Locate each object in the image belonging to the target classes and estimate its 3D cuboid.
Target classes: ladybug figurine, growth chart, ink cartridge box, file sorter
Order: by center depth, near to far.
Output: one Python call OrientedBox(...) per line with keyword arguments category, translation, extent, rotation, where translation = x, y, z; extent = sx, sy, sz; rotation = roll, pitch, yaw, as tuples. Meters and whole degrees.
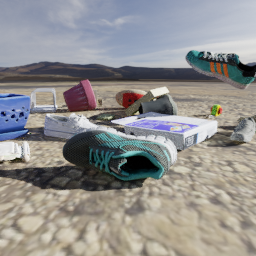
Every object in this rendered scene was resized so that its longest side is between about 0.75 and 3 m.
OrientedBox(category="growth chart", translation=(-3.914, 0.671, 7.526), extent=(2.556, 0.227, 1.850), rotation=(-2, 13, -12))
OrientedBox(category="ink cartridge box", translation=(1.259, 0.004, 9.674), extent=(2.772, 0.602, 2.746), rotation=(11, 16, 35))
OrientedBox(category="file sorter", translation=(-4.763, -1.587, 15.863), extent=(1.308, 1.174, 1.886), rotation=(-3, 13, -11))
OrientedBox(category="ladybug figurine", translation=(0.283, -1.652, 16.429), extent=(2.067, 0.744, 1.403), rotation=(-1, -28, 3))

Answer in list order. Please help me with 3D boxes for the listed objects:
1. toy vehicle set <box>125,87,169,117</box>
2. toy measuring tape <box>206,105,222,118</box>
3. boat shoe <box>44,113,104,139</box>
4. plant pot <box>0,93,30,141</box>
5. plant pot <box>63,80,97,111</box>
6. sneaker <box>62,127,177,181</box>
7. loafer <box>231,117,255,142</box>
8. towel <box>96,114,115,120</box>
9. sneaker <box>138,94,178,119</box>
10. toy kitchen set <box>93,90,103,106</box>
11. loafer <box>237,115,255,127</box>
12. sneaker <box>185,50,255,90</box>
OrientedBox(category="toy vehicle set", translation=(1.038, -1.412, 14.588), extent=(1.710, 0.365, 2.752), rotation=(-37, -4, 25))
OrientedBox(category="toy measuring tape", translation=(4.274, -0.857, 13.915), extent=(0.590, 0.590, 1.604), rotation=(9, 15, 38))
OrientedBox(category="boat shoe", translation=(-1.822, -0.083, 9.599), extent=(2.518, 0.823, 0.926), rotation=(4, 13, 17))
OrientedBox(category="plant pot", translation=(-4.333, -0.379, 9.509), extent=(1.610, 1.448, 1.610), rotation=(11, 16, 44))
OrientedBox(category="plant pot", translation=(-2.737, -1.680, 15.625), extent=(1.522, 1.701, 1.701), rotation=(-20, 17, -14))
OrientedBox(category="sneaker", translation=(-0.274, 0.605, 6.156), extent=(2.649, 1.028, 1.208), rotation=(1, 16, 11))
OrientedBox(category="loafer", translation=(3.869, 0.046, 9.366), extent=(0.671, 0.670, 1.919), rotation=(7, 14, 29))
OrientedBox(category="towel", translation=(-1.018, -0.521, 13.243), extent=(0.684, 0.168, 0.922), rotation=(5, 13, 17))
OrientedBox(category="sneaker", translation=(1.211, -0.998, 13.064), extent=(1.575, 1.109, 2.965), rotation=(3, 13, -5))
OrientedBox(category="toy kitchen set", translation=(-2.312, -1.928, 17.791), extent=(1.248, 1.018, 1.126), rotation=(-3, 12, -12))
OrientedBox(category="loafer", translation=(5.445, -0.389, 11.206), extent=(2.001, 0.683, 0.757), rotation=(3, 8, 16))
OrientedBox(category="sneaker", translation=(3.720, -2.594, 11.076), extent=(2.812, 1.123, 1.003), rotation=(23, 48, 1))
